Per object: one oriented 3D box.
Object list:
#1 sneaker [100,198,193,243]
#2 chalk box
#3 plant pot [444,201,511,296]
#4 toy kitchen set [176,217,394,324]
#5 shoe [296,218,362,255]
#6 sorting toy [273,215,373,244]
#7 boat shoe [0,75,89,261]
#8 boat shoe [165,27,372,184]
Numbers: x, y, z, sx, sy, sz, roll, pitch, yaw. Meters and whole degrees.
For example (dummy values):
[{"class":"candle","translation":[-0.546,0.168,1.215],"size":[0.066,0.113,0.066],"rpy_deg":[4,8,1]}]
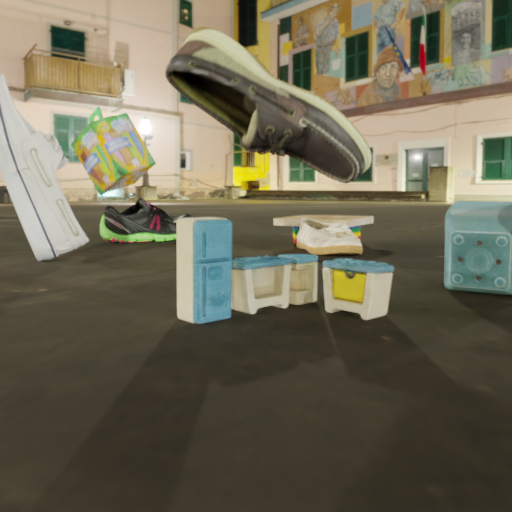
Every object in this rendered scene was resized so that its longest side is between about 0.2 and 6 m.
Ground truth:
[{"class":"sneaker","translation":[-2.015,-0.696,10.797],"size":[1.982,0.830,0.761],"rpy_deg":[-5,8,-39]},{"class":"chalk box","translation":[-2.561,-1.901,9.746],"size":[0.843,1.354,0.838],"rpy_deg":[-29,3,45]},{"class":"plant pot","translation":[2.163,-0.040,5.237],"size":[0.861,0.864,0.880],"rpy_deg":[4,13,32]},{"class":"toy kitchen set","translation":[0.225,0.095,4.193],"size":[1.295,0.763,1.038],"rpy_deg":[-6,9,-41]},{"class":"shoe","translation":[1.080,-0.305,8.821],"size":[0.659,0.503,1.886],"rpy_deg":[-2,7,-18]},{"class":"sorting toy","translation":[1.256,-0.470,10.323],"size":[1.414,0.492,1.405],"rpy_deg":[4,8,31]},{"class":"boat shoe","translation":[-2.929,-1.227,7.401],"size":[0.855,2.602,0.936],"rpy_deg":[-20,16,-18]},{"class":"boat shoe","translation":[0.112,-1.631,6.781],"size":[2.707,0.877,0.991],"rpy_deg":[34,-27,2]}]
